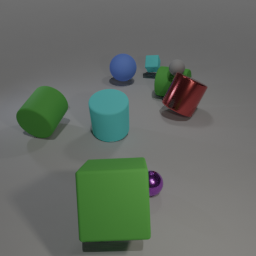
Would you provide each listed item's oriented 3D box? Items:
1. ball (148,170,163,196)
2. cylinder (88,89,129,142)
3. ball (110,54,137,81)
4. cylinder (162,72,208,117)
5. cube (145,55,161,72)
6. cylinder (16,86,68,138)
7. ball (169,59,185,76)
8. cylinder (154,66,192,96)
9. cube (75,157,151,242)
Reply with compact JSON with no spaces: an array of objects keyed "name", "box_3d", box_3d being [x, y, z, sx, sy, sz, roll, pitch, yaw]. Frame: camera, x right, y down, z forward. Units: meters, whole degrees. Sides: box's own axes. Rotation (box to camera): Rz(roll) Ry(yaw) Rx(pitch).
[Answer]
[{"name":"ball","box_3d":[0.631,1.530,7.778,0.700,0.700,0.700,0,31,0]},{"name":"cylinder","box_3d":[-0.659,-0.453,10.145,1.400,1.400,1.400,-1,45,1]},{"name":"ball","box_3d":[-0.256,-3.128,14.502,1.400,1.400,1.400,0,31,0]},{"name":"cylinder","box_3d":[2.316,-1.380,11.521,1.400,1.400,1.400,23,17,-8]},{"name":"cube","box_3d":[1.362,-3.512,15.330,0.700,0.700,0.700,2,-12,17]},{"name":"cylinder","box_3d":[-3.121,-0.595,10.319,1.400,1.400,1.400,8,45,13]},{"name":"ball","box_3d":[2.123,-2.612,12.145,0.700,0.700,0.700,0,31,0]},{"name":"cylinder","box_3d":[2.116,-2.124,13.127,1.400,1.400,1.400,12,33,23]},{"name":"cube","box_3d":[-0.271,1.453,6.029,1.400,1.400,1.400,-3,3,1]}]
